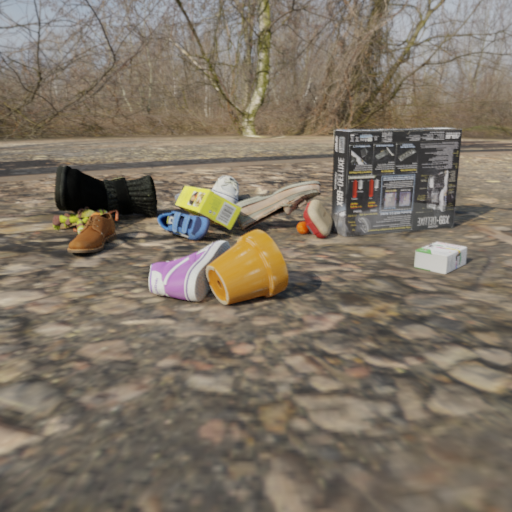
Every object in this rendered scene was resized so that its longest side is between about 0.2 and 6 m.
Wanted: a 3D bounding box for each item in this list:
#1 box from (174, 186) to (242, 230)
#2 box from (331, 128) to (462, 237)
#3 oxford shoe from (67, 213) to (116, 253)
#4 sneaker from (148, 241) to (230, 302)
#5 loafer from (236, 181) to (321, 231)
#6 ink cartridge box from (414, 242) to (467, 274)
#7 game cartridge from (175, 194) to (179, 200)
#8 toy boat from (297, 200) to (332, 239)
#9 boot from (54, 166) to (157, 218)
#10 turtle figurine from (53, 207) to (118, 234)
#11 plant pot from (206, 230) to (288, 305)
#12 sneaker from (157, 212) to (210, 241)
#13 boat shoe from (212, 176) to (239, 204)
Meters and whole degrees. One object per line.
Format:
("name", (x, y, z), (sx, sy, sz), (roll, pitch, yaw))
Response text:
("box", (-1.212, -1.201, 13.498), (0.920, 0.613, 2.445), (28, -2, -24))
("box", (3.325, -1.789, 13.281), (3.060, 2.413, 0.761), (-6, 17, -18))
("oxford shoe", (-3.511, -0.495, 11.890), (0.685, 0.684, 1.920), (2, 17, 3))
("sneaker", (-1.149, 0.170, 9.486), (1.108, 0.704, 1.944), (2, 15, 19))
("loafer", (0.557, -1.161, 13.364), (2.153, 0.677, 0.774), (-16, -17, 13))
("ink cartridge box", (3.480, 0.027, 10.544), (0.635, 0.368, 0.876), (14, 21, 41))
("game cartridge", (-1.820, -1.740, 17.149), (0.870, 0.264, 1.305), (-14, 21, -31))
("toy boat", (1.286, -0.777, 13.030), (0.775, 0.774, 1.186), (-32, 13, 24))
("boot", (-3.655, -1.589, 14.023), (2.135, 1.074, 2.855), (0, -2, 0))
("turtle figurine", (-4.161, -0.862, 13.352), (1.324, 0.529, 1.641), (-3, 25, 18))
("plant pot", (-0.201, 0.263, 8.725), (0.979, 1.069, 1.069), (-26, 26, -24))
("sneaker", (-1.640, -0.691, 12.532), (1.462, 0.541, 0.601), (5, -16, 43))
("boat shoe", (-0.859, -1.998, 16.751), (0.829, 0.757, 2.303), (24, 9, -9))
